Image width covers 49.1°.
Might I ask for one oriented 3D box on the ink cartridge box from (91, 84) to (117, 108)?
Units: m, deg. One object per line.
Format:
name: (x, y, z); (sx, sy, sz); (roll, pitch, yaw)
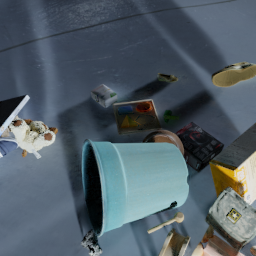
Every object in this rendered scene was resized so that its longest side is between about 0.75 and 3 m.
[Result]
ink cartridge box: (-1.063, -1.427, 12.444); (0.721, 0.418, 0.995); (-35, 56, -28)

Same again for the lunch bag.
lunch bag: (3.043, 2.536, 7.924); (0.940, 1.598, 1.311); (-31, 55, -26)

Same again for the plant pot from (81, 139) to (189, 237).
plant pot: (0.175, 1.539, 8.273); (2.630, 2.685, 2.685); (-5, 46, -19)

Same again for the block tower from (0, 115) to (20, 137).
block tower: (-4.863, 0.051, 11.061); (0.410, 0.439, 1.520); (11, 47, 10)

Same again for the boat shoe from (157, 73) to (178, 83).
boat shoe: (1.911, -2.436, 13.462); (1.001, 0.315, 0.365); (10, 48, 9)

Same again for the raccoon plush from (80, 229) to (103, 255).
raccoon plush: (-0.881, 3.223, 8.096); (0.663, 0.479, 0.990); (28, 52, 14)

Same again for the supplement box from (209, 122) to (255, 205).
supplement box: (3.936, 1.176, 9.019); (2.632, 1.659, 0.968); (-33, 28, -26)

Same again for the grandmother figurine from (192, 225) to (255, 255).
grandmother figurine: (3.126, 3.901, 7.174); (2.949, 0.893, 1.788); (28, 69, 27)

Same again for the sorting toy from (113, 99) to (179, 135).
sorting toy: (0.747, -0.600, 11.695); (2.578, 0.379, 1.906); (-8, 47, -7)

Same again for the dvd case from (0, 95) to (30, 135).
dvd case: (-5.160, -0.394, 11.109); (1.745, 0.215, 2.445); (-8, 40, 24)

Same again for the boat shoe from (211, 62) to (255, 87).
boat shoe: (4.955, -2.581, 13.322); (2.428, 0.899, 0.806); (-13, 35, -14)

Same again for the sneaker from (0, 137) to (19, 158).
sneaker: (-4.895, 1.047, 9.904); (2.041, 0.715, 1.107); (-15, 43, -4)

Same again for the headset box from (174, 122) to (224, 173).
headset box: (2.421, 0.611, 10.373); (1.285, 0.648, 1.729); (-32, 54, -26)

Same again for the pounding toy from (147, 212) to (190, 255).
pounding toy: (1.025, 3.257, 7.719); (1.106, 1.103, 1.928); (23, 70, 20)

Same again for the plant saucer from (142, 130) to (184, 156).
plant saucer: (1.154, 0.832, 9.784); (1.554, 0.268, 1.554); (-1, 85, 15)

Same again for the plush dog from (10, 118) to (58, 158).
plush dog: (-3.500, 0.259, 10.564); (1.654, 1.327, 1.421); (22, 31, -4)
